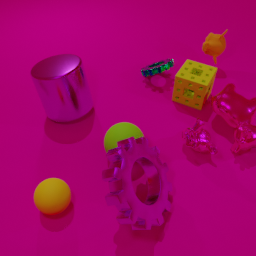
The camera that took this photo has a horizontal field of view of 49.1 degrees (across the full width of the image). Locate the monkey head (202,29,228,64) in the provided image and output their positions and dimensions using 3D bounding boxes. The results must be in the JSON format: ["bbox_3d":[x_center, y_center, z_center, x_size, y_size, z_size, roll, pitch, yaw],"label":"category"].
[{"bbox_3d":[2.762,-2.622,8.994,0.689,1.144,0.823,22,36,17],"label":"monkey head"}]

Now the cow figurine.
[{"bbox_3d":[2.813,-0.253,7.288,1.702,0.934,1.674,37,55,16],"label":"cow figurine"}]

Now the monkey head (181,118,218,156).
[{"bbox_3d":[1.802,0.169,7.018,0.702,0.838,1.165,8,32,-28],"label":"monkey head"}]

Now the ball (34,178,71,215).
[{"bbox_3d":[-1.599,1.448,5.945,0.760,0.760,0.760,0,48,0],"label":"ball"}]

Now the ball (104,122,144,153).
[{"bbox_3d":[-0.086,0.359,6.787,0.989,0.989,0.989,0,48,0],"label":"ball"}]

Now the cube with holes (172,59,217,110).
[{"bbox_3d":[1.949,-1.278,8.256,0.923,0.923,0.923,22,52,20],"label":"cube with holes"}]

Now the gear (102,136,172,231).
[{"bbox_3d":[0.250,1.092,5.685,0.337,1.822,1.822,-20,36,37],"label":"gear"}]

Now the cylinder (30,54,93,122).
[{"bbox_3d":[-1.764,-1.100,7.653,1.377,1.377,1.377,-7,39,5],"label":"cylinder"}]

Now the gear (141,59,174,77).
[{"bbox_3d":[0.936,-1.938,8.957,1.055,0.195,1.055,-18,20,7],"label":"gear"}]
